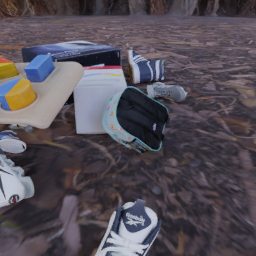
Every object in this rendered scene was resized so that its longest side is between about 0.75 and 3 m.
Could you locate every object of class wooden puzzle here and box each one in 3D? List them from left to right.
[{"bbox_3d":[-2.379,-0.926,5.735,2.402,0.556,2.225,6,40,12],"label":"wooden puzzle"}]

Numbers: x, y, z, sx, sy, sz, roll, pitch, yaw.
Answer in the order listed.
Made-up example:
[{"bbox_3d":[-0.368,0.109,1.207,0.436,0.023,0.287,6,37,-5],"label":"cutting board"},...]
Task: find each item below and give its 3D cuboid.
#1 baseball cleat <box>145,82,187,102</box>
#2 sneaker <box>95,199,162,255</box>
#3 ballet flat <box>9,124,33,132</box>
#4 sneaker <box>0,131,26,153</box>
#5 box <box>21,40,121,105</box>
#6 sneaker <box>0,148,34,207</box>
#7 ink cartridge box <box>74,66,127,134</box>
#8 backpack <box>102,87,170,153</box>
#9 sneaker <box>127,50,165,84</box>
[{"bbox_3d":[1.326,-1.282,10.559,0.990,0.648,1.860,-20,22,-23],"label":"baseball cleat"},{"bbox_3d":[-0.054,1.544,3.639,0.712,1.161,1.784,20,10,14],"label":"sneaker"},{"bbox_3d":[-3.222,-0.092,8.409,0.856,0.308,0.308,10,28,19],"label":"ballet flat"},{"bbox_3d":[-3.077,0.296,7.478,1.050,0.423,0.769,0,30,11],"label":"sneaker"},{"bbox_3d":[-2.289,-2.429,11.420,2.927,1.804,2.903,-22,33,-37],"label":"box"},{"bbox_3d":[-2.920,0.943,5.791,2.110,0.782,0.934,22,31,37],"label":"sneaker"},{"bbox_3d":[-0.837,-0.931,8.696,1.499,1.506,2.073,-2,26,-5],"label":"ink cartridge box"},{"bbox_3d":[0.110,-0.219,6.952,1.174,1.532,1.347,-9,55,48],"label":"backpack"},{"bbox_3d":[0.829,-2.947,13.237,1.589,1.027,2.929,-7,34,-2],"label":"sneaker"}]
